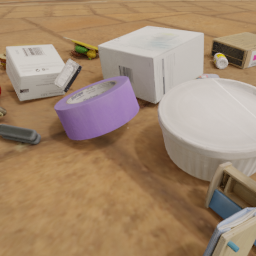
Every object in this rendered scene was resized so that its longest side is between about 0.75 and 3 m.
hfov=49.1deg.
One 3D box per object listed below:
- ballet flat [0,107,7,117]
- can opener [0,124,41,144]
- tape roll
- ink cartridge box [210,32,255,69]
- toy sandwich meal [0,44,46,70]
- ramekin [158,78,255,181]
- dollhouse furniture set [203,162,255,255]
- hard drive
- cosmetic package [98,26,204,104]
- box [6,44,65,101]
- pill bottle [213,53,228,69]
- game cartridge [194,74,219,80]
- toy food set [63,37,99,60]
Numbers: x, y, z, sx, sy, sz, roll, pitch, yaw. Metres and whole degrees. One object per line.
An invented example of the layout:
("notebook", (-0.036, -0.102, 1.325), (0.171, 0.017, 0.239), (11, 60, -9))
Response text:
("ballet flat", (-4.309, -0.401, 7.849), (1.668, 0.562, 0.387), (2, 55, -15))
("can opener", (-3.206, 0.204, 7.325), (1.854, 0.488, 0.616), (5, 68, 11))
("tape roll", (-0.806, -0.571, 7.386), (2.062, 0.876, 2.062), (-18, 21, 7))
("ink cartridge box", (5.294, -3.564, 12.662), (2.380, 0.894, 1.961), (-18, 38, -26))
("toy sandwich meal", (-4.225, -3.041, 12.042), (2.388, 0.818, 2.388), (2, 26, -1))
("ramekin", (2.042, 0.048, 6.459), (2.703, 1.259, 2.703), (-3, 40, 2))
("dollhouse furniture set", (1.398, 1.205, 4.175), (2.172, 2.050, 1.417), (-9, 32, -36))
("hard drive", (-1.776, -1.554, 8.262), (0.625, 0.895, 0.169), (38, 5, 38))
("cosmetic package", (0.828, -2.375, 9.810), (2.603, 1.600, 2.594), (-32, 40, -33))
("box", (-3.062, -1.897, 9.388), (1.596, 1.049, 1.605), (-15, 55, -32))
("pill bottle", (3.954, -2.909, 12.029), (0.483, 0.483, 0.927), (2, 33, 3))
("game cartridge", (2.516, -1.610, 10.171), (1.798, 0.368, 1.197), (1, 37, 2))
("toy food set", (-2.091, -3.632, 13.140), (2.011, 0.657, 1.183), (28, 18, 34))
